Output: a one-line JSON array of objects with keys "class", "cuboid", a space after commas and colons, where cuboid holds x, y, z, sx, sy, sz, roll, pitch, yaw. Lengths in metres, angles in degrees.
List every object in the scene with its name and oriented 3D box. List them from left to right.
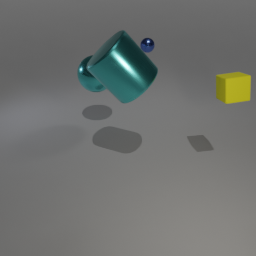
[{"class": "ball", "cuboid": [-1.222, -2.061, 10.661, 1.400, 1.400, 1.400, 0, 30, 0]}, {"class": "cylinder", "cuboid": [-0.150, -1.623, 7.551, 1.400, 1.400, 1.400, -37, 25, 21]}, {"class": "ball", "cuboid": [0.944, -4.019, 13.610, 0.700, 0.700, 0.700, 0, 30, 0]}, {"class": "cube", "cuboid": [2.930, -1.134, 7.844, 0.700, 0.700, 0.700, -8, 20, -3]}]
